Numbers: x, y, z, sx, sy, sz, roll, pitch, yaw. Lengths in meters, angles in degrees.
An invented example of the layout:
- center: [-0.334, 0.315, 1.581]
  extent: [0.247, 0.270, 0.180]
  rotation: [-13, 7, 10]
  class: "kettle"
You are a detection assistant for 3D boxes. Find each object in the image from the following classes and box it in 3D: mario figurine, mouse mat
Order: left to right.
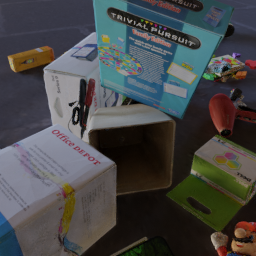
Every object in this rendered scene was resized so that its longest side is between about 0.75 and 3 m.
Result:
- center: [0.365, 2.786, 4.241]
  extent: [1.574, 0.074, 1.956]
  rotation: [-17, 50, -23]
  class: "mouse mat"
- center: [1.816, 2.174, 4.743]
  extent: [1.035, 0.889, 1.677]
  rotation: [27, 46, 29]
  class: "mario figurine"

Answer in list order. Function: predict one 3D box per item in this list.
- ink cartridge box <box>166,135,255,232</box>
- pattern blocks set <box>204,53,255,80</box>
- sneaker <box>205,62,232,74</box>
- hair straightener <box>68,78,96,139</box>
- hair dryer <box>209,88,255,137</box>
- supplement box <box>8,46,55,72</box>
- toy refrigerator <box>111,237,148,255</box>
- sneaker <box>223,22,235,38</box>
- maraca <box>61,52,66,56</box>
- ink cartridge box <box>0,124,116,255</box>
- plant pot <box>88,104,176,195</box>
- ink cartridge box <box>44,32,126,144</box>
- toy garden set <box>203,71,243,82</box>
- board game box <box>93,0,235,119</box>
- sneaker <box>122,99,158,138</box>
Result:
- center: [2.023, 1.137, 6.259]
  extent: [1.938, 0.734, 1.433]
  rotation: [-30, 46, -35]
  class: "ink cartridge box"
- center: [3.860, -2.547, 11.260]
  extent: [2.519, 0.204, 2.215]
  rotation: [-28, 45, -28]
  class: "pattern blocks set"
- center: [3.151, -2.070, 9.753]
  extent: [0.911, 0.354, 0.393]
  rotation: [-13, 36, 6]
  class: "sneaker"
- center: [-1.085, -0.435, 6.365]
  extent: [0.541, 1.407, 0.288]
  rotation: [7, 2, 25]
  class: "hair straightener"
- center: [3.463, -0.496, 8.493]
  extent: [2.639, 0.717, 2.010]
  rotation: [-29, 47, -32]
  class: "hair dryer"
- center: [-4.080, -2.950, 11.901]
  extent: [1.809, 0.602, 0.622]
  rotation: [-27, 44, -33]
  class: "supplement box"
- center: [-0.046, 2.382, 4.866]
  extent: [1.111, 0.389, 0.422]
  rotation: [-19, 41, -23]
  class: "toy refrigerator"
- center: [4.282, -5.696, 15.138]
  extent: [2.653, 1.109, 1.602]
  rotation: [8, 41, -3]
  class: "sneaker"
- center: [-2.302, -2.528, 11.032]
  extent: [1.796, 0.961, 1.231]
  rotation: [-26, 26, -30]
  class: "maraca"
- center: [-1.634, 1.404, 4.990]
  extent: [1.768, 1.760, 2.410]
  rotation: [30, 44, 34]
  class: "ink cartridge box"
- center: [-0.022, 0.329, 6.617]
  extent: [1.788, 1.786, 1.583]
  rotation: [-6, 30, -8]
  class: "plant pot"
- center: [-1.036, -1.288, 8.322]
  extent: [1.302, 2.163, 2.977]
  rotation: [12, 38, 17]
  class: "ink cartridge box"
- center: [3.750, -2.214, 11.161]
  extent: [1.455, 0.290, 1.213]
  rotation: [-16, 39, -20]
  class: "toy garden set"
- center: [0.439, -1.300, 5.042]
  extent: [1.948, 2.581, 0.606]
  rotation: [23, 67, 7]
  class: "board game box"
- center: [0.504, -0.872, 8.456]
  extent: [0.989, 1.347, 2.978]
  rotation: [22, 42, 28]
  class: "sneaker"
